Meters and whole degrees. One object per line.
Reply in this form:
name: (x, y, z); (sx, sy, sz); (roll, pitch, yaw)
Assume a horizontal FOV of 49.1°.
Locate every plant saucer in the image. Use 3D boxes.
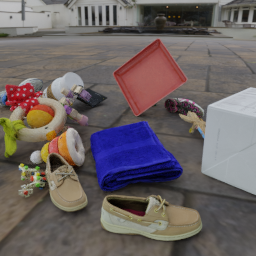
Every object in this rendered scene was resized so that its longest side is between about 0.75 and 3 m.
plant saucer: (0.944, -2.184, 12.332); (0.491, 2.674, 2.669); (27, 32, -58)

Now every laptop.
laptop: (-2.024, -1.627, 13.228); (1.408, 0.820, 1.588); (29, 48, 31)

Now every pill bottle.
pill bottle: (-2.742, -1.426, 11.572); (1.982, 1.133, 1.133); (-29, 0, 41)

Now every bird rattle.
bird rattle: (-3.040, -0.304, 8.932); (2.202, 1.521, 2.701); (5, 38, 5)

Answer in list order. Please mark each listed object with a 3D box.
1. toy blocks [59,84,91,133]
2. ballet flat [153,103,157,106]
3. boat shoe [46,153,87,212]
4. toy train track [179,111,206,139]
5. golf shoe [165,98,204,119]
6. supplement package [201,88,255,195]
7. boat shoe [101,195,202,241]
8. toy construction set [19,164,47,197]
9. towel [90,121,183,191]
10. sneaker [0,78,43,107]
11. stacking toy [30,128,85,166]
toy blocks: (-1.899, -0.493, 10.208); (1.461, 1.735, 1.622); (36, -9, -34)
ballet flat: (0.708, -1.649, 13.883); (0.731, 0.731, 1.970); (-16, 28, -33)
boat shoe: (-1.615, 1.267, 6.858); (0.742, 0.671, 2.081); (-13, 26, -29)
toy train track: (2.546, 0.181, 9.810); (1.481, 0.420, 2.582); (16, 26, -15)
golf shoe: (2.547, -0.926, 12.043); (0.937, 0.739, 2.035); (-15, 27, -31)
supplement package: (3.595, 0.227, 7.598); (1.970, 1.985, 2.615); (20, 30, 41)
boat shoe: (0.467, 1.747, 5.681); (2.084, 0.692, 0.771); (1, 23, 2)
toy construction set: (-2.435, 1.296, 7.062); (0.668, 0.469, 1.019); (17, 23, -25)
towel: (0.055, 0.624, 8.155); (2.178, 0.731, 2.950); (-8, 22, -10)
sneaker: (-4.964, -1.628, 13.228); (2.323, 0.895, 0.990); (-35, 28, -27)
stacking toy: (-2.113, 0.720, 8.103); (1.535, 1.121, 1.121); (-16, 22, 5)
